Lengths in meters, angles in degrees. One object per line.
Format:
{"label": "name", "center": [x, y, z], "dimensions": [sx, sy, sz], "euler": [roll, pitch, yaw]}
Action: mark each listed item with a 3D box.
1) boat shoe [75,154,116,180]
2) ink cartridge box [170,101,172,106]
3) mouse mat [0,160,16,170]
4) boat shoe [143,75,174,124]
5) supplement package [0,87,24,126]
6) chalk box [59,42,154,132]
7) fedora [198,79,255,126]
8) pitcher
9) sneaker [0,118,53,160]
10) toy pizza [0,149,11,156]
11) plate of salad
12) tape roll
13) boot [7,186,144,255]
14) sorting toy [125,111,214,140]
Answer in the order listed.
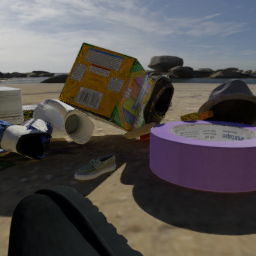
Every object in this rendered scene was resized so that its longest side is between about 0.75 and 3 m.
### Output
{"label": "boat shoe", "center": [-0.653, 0.771, 5.652], "dimensions": [0.371, 0.319, 1.030], "euler": [9, 15, 39]}
{"label": "ink cartridge box", "center": [1.816, -1.390, 16.274], "dimensions": [1.433, 0.317, 0.674], "euler": [-8, 13, -33]}
{"label": "mouse mat", "center": [-3.028, 0.823, 6.149], "dimensions": [0.901, 0.034, 0.725], "euler": [5, 13, 28]}
{"label": "boat shoe", "center": [0.864, -0.619, 8.023], "dimensions": [0.632, 1.774, 0.534], "euler": [-4, 40, -19]}
{"label": "supplement package", "center": [-5.349, -0.668, 9.874], "dimensions": [2.608, 1.446, 2.031], "euler": [-9, 15, -39]}
{"label": "chalk box", "center": [-0.363, -0.993, 8.616], "dimensions": [1.810, 1.801, 2.910], "euler": [21, -3, 21]}
{"label": "fedora", "center": [3.019, -0.676, 8.235], "dimensions": [1.942, 0.991, 2.196], "euler": [5, -32, 4]}
{"label": "pitcher", "center": [-2.143, -0.368, 8.274], "dimensions": [1.942, 1.666, 1.177], "euler": [15, 62, 43]}
{"label": "sneaker", "center": [-2.322, 0.336, 6.925], "dimensions": [1.198, 0.838, 2.074], "euler": [20, 8, 13]}
{"label": "toy pizza", "center": [-3.404, 0.587, 6.943], "dimensions": [1.080, 0.171, 1.080], "euler": [-1, 10, 0]}
{"label": "plate of salad", "center": [-3.419, -0.623, 11.755], "dimensions": [2.680, 0.644, 2.680], "euler": [-2, 1, 0]}
{"label": "tape roll", "center": [1.742, 0.454, 5.927], "dimensions": [2.558, 0.839, 2.558], "euler": [1, 11, 0]}
{"label": "boot", "center": [-0.928, 1.290, 1.663], "dimensions": [2.130, 0.962, 2.599], "euler": [-9, 18, -38]}
{"label": "sorting toy", "center": [1.174, -0.005, 7.894], "dimensions": [1.704, 0.306, 2.287], "euler": [-6, -10, -34]}
